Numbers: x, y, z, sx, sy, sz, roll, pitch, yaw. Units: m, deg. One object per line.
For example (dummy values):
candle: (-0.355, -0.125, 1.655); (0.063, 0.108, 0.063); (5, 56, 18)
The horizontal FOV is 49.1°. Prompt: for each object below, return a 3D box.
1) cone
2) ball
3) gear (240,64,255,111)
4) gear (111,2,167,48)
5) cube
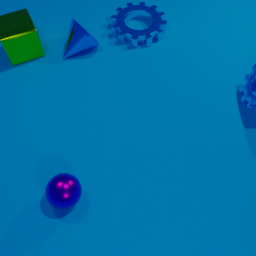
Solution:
cone: (-1.557, -2.403, 8.141); (1.050, 1.046, 1.046); (-48, 68, 5)
ball: (-1.344, 1.318, 5.862); (0.749, 0.749, 0.749); (0, 60, 0)
gear: (3.405, -1.076, 6.913); (0.248, 1.341, 1.341); (18, 57, -24)
gear: (0.333, -3.245, 8.728); (1.711, 0.316, 1.711); (0, 60, 0)
cube: (-3.075, -2.570, 7.936); (0.982, 0.982, 0.982); (-23, 64, -13)
